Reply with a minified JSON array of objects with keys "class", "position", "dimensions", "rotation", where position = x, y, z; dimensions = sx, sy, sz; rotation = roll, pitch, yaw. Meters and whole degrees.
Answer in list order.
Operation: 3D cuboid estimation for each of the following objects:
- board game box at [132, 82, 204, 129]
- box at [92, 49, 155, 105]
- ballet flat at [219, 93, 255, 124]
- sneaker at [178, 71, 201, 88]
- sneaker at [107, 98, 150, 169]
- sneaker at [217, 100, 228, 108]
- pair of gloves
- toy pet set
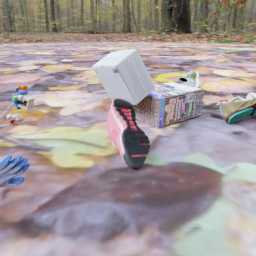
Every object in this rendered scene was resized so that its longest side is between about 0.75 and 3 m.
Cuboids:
[{"class":"board game box","position":[1.256,-0.859,9.490],"dimensions":[2.007,0.972,1.600],"rotation":[-14,25,-33]},{"class":"box","position":[-0.136,-1.522,8.421],"dimensions":[0.893,1.366,1.359],"rotation":[-42,30,-22]},{"class":"ballet flat","position":[4.005,-0.749,9.330],"dimensions":[2.312,0.784,0.836],"rotation":[-14,53,-18]},{"class":"sneaker","position":[2.665,-2.170,12.465],"dimensions":[0.854,0.741,1.927],"rotation":[23,28,-10]},{"class":"sneaker","position":[-0.068,0.232,6.850],"dimensions":[0.736,0.866,1.997],"rotation":[8,46,-28]},{"class":"sneaker","position":[3.300,-0.744,9.789],"dimensions":[0.348,0.323,0.864],"rotation":[-5,-9,15]},{"class":"pair of gloves","position":[-2.371,0.672,4.701],"dimensions":[1.103,1.372,0.156],"rotation":[-37,41,-1]},{"class":"toy pet set","position":[-3.655,-0.921,9.175],"dimensions":[0.659,1.242,1.159],"rotation":[22,21,10]}]
